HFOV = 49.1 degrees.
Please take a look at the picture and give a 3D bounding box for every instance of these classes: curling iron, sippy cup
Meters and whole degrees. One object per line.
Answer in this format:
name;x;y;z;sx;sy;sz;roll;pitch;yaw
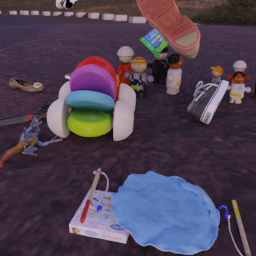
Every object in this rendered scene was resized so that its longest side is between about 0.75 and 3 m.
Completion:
curling iron;-3.330;-0.347;9.038;0.571;0.294;2.302;24;33;38
sippy cup;1.161;-3.514;11.189;1.313;0.962;1.031;50;13;21

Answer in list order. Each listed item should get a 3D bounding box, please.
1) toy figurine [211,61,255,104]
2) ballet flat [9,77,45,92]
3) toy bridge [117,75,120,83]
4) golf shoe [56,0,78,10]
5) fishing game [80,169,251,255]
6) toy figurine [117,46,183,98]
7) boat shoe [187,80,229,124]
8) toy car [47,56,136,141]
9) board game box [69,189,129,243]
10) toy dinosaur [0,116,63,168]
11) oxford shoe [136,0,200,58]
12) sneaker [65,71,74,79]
toy figurine;4.396;-1.906;11.180;1.872;1.323;1.902;-10;27;-21
ballet flat;-4.460;-1.915;12.238;1.932;0.448;0.651;14;28;27
toy bridge;-0.644;-2.314;13.301;0.710;0.287;2.112;14;28;33
golf shoe;-2.227;-4.426;9.881;1.179;0.458;0.557;-4;54;42
fishing game;0.641;1.458;4.996;2.817;0.438;2.017;11;26;0
toy figurine;0.924;-2.517;11.916;2.608;1.814;2.568;-6;25;-14
boat shoe;2.719;-1.061;9.678;0.954;1.031;2.793;27;42;14
toy car;-0.953;-0.926;7.951;2.336;2.002;2.670;5;34;2
board game box;-0.393;1.545;5.050;1.001;0.206;0.999;6;26;13
toy dinosaur;-2.653;0.206;7.402;1.677;0.880;1.522;-22;13;-19
oxford shoe;0.860;-2.450;6.418;0.785;2.218;0.819;-31;-20;9
sneaker;-2.379;-2.857;13.933;0.690;0.733;1.790;21;32;37
